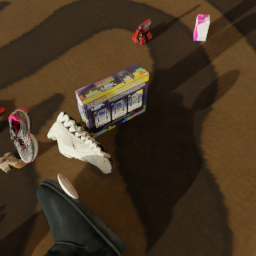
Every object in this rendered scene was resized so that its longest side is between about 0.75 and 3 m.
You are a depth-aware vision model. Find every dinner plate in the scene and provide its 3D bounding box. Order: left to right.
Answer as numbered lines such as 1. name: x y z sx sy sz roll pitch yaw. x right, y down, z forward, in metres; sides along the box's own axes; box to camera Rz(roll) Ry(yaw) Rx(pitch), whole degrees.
1. dinner plate: -1.467 1.417 6.757 0.091 0.753 0.753 -39 60 -2

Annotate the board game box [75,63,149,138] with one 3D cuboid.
1. board game box: -0.463 -0.837 9.064 2.277 1.883 0.646 -28 59 -20

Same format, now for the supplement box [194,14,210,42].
1. supplement box: 3.211 -4.370 12.243 0.512 1.012 0.523 6 53 5

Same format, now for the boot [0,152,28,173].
1. boot: -3.564 0.994 8.692 0.871 0.306 0.637 -28 55 -21

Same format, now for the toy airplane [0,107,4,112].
1. toy airplane: -4.957 -0.224 9.604 1.543 0.284 1.543 -1 54 1

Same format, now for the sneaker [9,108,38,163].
1. sneaker: -2.591 0.229 6.775 0.547 1.358 0.507 -4 19 10

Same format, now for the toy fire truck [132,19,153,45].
1. toy fire truck: 0.630 -4.189 12.203 0.574 0.860 1.024 36 61 24

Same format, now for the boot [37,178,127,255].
1. boot: -1.845 2.914 6.706 2.967 1.133 2.493 36 57 17

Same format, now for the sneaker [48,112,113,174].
1. sneaker: -1.470 0.620 8.703 2.542 0.955 1.030 41 84 22
